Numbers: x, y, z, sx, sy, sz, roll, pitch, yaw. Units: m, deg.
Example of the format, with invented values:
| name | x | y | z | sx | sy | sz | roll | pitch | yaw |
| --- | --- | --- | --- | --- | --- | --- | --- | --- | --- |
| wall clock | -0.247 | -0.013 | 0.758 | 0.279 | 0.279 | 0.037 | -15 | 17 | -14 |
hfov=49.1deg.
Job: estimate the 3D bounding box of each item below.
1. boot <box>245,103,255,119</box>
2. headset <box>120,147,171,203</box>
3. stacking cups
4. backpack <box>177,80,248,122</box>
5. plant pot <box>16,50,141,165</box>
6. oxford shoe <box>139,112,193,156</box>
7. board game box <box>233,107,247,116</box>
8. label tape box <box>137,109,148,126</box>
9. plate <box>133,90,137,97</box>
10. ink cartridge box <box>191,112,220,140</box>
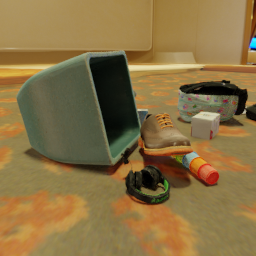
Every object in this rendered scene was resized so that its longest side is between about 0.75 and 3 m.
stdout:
| name | x | y | z | sx | sy | sz | roll | pitch | yaw |
| --- | --- | --- | --- | --- | --- | --- | --- | --- | --- |
| boot | 6.250 | -0.569 | 11.559 | 1.826 | 0.727 | 2.215 | -5 | 14 | -10 |
| headset | 0.315 | 1.031 | 6.160 | 0.904 | 0.688 | 1.464 | -10 | 30 | -32 |
| stacking cups | 1.639 | 0.896 | 7.122 | 0.531 | 0.531 | 1.754 | -5 | 22 | -16 |
| backpack | 3.389 | -1.136 | 11.761 | 2.573 | 1.629 | 2.148 | -2 | 14 | 0 |
| plant pot | -1.518 | -0.543 | 8.267 | 2.835 | 2.783 | 2.776 | -8 | 13 | 21 |
| oxford shoe | 0.856 | 0.115 | 7.404 | 1.025 | 1.048 | 2.876 | -1 | 5 | -14 |
| board game box | 4.767 | -1.053 | 13.845 | 2.324 | 0.301 | 2.325 | -8 | 18 | -24 |
| label tape box | 0.272 | -0.359 | 10.812 | 0.983 | 0.704 | 0.325 | 0 | 17 | 0 |
| plate | -0.672 | -1.787 | 14.322 | 2.247 | 0.287 | 2.247 | -1 | -13 | 0 |
| ink cartridge box | 2.746 | -0.100 | 9.894 | 0.720 | 0.723 | 0.995 | 11 | 20 | 32 |
